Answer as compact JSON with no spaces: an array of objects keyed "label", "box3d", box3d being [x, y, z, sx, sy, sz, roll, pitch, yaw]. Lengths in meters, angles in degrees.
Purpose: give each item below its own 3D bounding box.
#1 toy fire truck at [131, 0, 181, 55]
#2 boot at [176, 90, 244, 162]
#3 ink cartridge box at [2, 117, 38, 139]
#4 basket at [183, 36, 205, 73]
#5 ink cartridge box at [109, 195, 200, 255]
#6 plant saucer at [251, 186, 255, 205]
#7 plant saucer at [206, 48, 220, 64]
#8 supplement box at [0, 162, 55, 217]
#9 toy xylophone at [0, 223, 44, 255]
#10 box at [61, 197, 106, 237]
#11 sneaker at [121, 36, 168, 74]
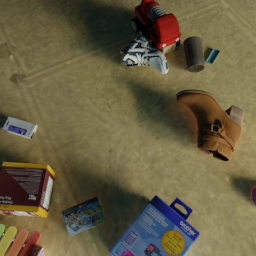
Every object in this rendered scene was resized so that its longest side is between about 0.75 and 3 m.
[{"label":"toy fire truck","box3d":[1.481,-5.149,12.355,1.897,2.949,2.596,-25,66,-11]},{"label":"boot","box3d":[2.990,-0.151,10.927,2.914,1.074,2.254,21,67,10]},{"label":"ink cartridge box","box3d":[-4.375,-0.011,11.336,1.270,0.236,0.602,17,65,6]},{"label":"basket","box3d":[2.992,-3.223,12.548,0.881,1.168,1.295,-11,71,25]},{"label":"ink cartridge box","box3d":[0.983,3.569,9.121,1.887,1.056,2.765,38,68,17]},{"label":"plant saucer","box3d":[5.020,2.472,10.081,1.051,0.266,1.051,0,64,0]},{"label":"plant saucer","box3d":[3.973,-3.342,13.069,0.331,0.090,0.946,29,68,13]},{"label":"supplement box","box3d":[-3.593,2.162,9.775,1.611,1.084,1.633,3,64,1]},{"label":"toy xylophone","box3d":[-4.035,4.087,9.058,2.605,0.655,1.908,14,65,7]},{"label":"box","box3d":[-1.527,3.066,9.736,1.333,0.251,0.911,-20,72,-10]},{"label":"sneaker","box3d":[0.566,-2.987,12.410,1.564,0.959,2.403,-30,67,-13]}]
